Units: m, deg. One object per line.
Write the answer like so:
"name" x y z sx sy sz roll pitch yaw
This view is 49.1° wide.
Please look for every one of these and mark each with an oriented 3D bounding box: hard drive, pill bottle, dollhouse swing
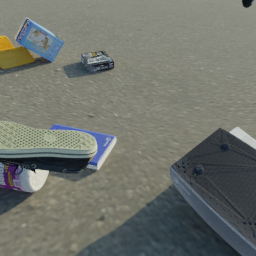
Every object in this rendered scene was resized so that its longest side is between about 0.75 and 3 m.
"hard drive" 2.267 1.344 4.916 1.948 0.611 2.888 -30 60 -36
"pill bottle" -2.682 0.761 5.982 1.758 0.987 0.987 6 34 9
"dollhouse swing" -5.488 -3.868 12.016 2.025 1.958 2.228 -26 41 -33
"hard drive" -1.360 0.430 7.151 1.813 0.230 1.196 11 35 16

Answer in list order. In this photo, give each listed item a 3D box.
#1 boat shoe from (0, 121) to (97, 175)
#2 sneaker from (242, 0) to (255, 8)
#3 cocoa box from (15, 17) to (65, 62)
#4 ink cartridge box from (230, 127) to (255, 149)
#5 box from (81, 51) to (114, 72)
"boat shoe" -1.604 0.377 4.538 2.173 0.677 0.811 7 34 -17
"sneaker" 3.319 -3.621 7.187 0.455 1.099 0.394 8 15 -33
"cocoa box" -3.778 -3.760 12.002 1.613 1.076 1.058 24 14 -43
"ink cartridge box" 2.464 1.090 5.977 2.180 0.475 1.892 -28 60 -35
"box" -1.318 -2.842 11.910 1.099 0.347 1.394 -12 36 -17
